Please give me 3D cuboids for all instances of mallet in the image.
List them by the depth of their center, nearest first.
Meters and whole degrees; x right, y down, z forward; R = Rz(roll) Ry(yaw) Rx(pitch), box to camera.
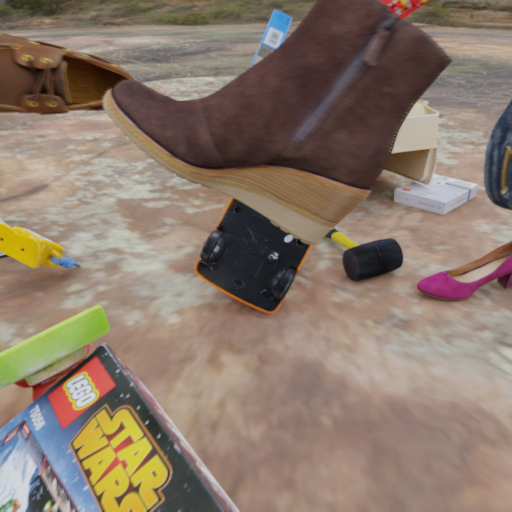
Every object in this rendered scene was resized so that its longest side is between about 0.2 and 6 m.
[{"bbox_3d":[1.126,-0.232,8.230,0.757,0.473,2.299,-18,27,-24],"label":"mallet"}]

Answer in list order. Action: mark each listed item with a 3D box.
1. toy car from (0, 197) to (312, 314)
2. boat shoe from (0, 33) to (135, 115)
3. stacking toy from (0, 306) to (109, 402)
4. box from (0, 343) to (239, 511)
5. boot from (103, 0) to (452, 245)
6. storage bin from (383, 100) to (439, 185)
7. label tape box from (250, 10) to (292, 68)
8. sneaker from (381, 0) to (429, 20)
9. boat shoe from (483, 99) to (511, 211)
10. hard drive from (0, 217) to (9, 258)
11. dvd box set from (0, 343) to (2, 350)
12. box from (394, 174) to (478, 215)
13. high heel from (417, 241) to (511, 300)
[{"bbox_3d":[-1.089,-0.544,7.286,4.174,2.047,1.389,10,-4,5],"label":"toy car"},{"bbox_3d":[-3.024,-2.508,7.815,0.997,1.063,2.953,18,22,40],"label":"boat shoe"},{"bbox_3d":[-1.884,1.234,4.132,2.138,0.903,1.935,-29,2,-36],"label":"stacking toy"},{"bbox_3d":[-0.877,1.919,2.581,2.079,0.606,3.036,-41,37,-13],"label":"box"},{"bbox_3d":[0.127,-1.420,4.713,2.386,1.985,0.863,29,20,-6],"label":"boot"},{"bbox_3d":[1.107,-2.084,10.310,3.202,1.501,3.179,-10,24,-20],"label":"storage bin"},{"bbox_3d":[0.198,-3.551,9.766,0.357,1.129,0.814,22,67,-8],"label":"label tape box"},{"bbox_3d":[1.978,-3.695,8.013,0.980,0.889,2.309,7,58,39],"label":"sneaker"},{"bbox_3d":[2.369,-1.359,4.248,0.796,2.251,1.022,16,12,-5],"label":"boat shoe"},{"bbox_3d":[-4.289,-0.288,8.395,1.065,0.288,1.525,-17,31,-31],"label":"hard drive"},{"bbox_3d":[-3.937,1.183,5.416,1.633,0.328,2.232,13,30,22],"label":"dvd box set"},{"bbox_3d":[3.249,-1.134,10.092,0.980,0.259,1.258,23,34,39],"label":"box"},{"bbox_3d":[2.781,0.102,7.100,1.549,0.745,0.522,-8,28,-15],"label":"high heel"}]
